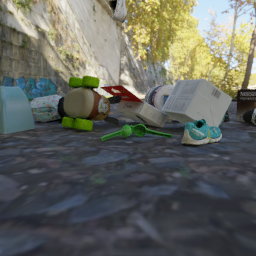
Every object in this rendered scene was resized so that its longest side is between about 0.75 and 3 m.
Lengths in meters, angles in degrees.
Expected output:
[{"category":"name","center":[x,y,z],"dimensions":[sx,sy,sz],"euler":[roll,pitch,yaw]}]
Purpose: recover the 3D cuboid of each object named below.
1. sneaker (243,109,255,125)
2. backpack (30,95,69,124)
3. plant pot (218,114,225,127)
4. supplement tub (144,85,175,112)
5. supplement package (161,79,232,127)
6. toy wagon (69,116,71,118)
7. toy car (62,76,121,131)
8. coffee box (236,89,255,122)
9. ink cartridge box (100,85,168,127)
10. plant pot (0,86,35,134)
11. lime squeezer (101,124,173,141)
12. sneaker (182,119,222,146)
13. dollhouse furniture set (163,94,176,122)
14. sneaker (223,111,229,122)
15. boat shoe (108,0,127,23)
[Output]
[{"category":"sneaker","center":[5.977,-0.460,12.371],"dimensions":[0.949,0.794,2.144],"euler":[-3,7,-39]},{"category":"backpack","center":[-3.885,-0.952,13.932],"dimensions":[1.836,1.162,1.532],"euler":[-7,31,6]},{"category":"plant pot","center":[3.740,-0.534,12.531],"dimensions":[1.038,1.038,0.975],"euler":[-7,25,-45]},{"category":"supplement tub","center":[2.185,-1.666,17.283],"dimensions":[1.936,1.936,2.759],"euler":[-2,8,-13]},{"category":"supplement package","center":[2.664,-0.925,11.169],"dimensions":[1.525,1.514,2.010],"euler":[29,-3,-20]},{"category":"toy wagon","center":[-3.122,-0.673,15.360],"dimensions":[2.366,0.468,1.835],"euler":[4,8,30]},{"category":"toy car","center":[-1.248,-0.879,11.854],"dimensions":[2.520,2.070,1.988],"euler":[10,-1,-42]},{"category":"coffee box","center":[6.901,-1.059,13.457],"dimensions":[1.189,1.706,2.984],"euler":[-6,10,-41]},{"category":"ink cartridge box","center":[0.050,-0.997,12.727],"dimensions":[2.546,0.646,2.890],"euler":[30,-6,-23]},{"category":"plant pot","center":[-4.911,-0.764,10.997],"dimensions":[1.719,1.756,1.724],"euler":[3,8,19]},{"category":"lime squeezer","center":[0.193,0.204,9.268],"dimensions":[2.400,0.453,0.847],"euler":[-1,38,-18]},{"category":"sneaker","center":[2.271,0.086,8.381],"dimensions":[0.702,0.721,1.811],"euler":[7,9,42]},{"category":"dollhouse furniture set","center":[2.806,-1.065,14.796],"dimensions":[2.015,1.393,2.135],"euler":[0,8,-2]},{"category":"sneaker","center":[5.120,-0.704,14.989],"dimensions":[0.613,0.645,1.627],"euler":[-1,6,7]},{"category":"boat shoe","center":[-0.267,-2.850,6.351],"dimensions":[0.359,1.035,0.367],"euler":[8,-33,-28]}]
